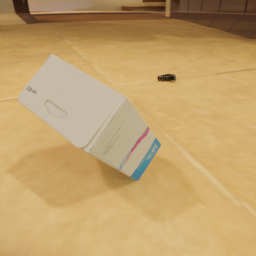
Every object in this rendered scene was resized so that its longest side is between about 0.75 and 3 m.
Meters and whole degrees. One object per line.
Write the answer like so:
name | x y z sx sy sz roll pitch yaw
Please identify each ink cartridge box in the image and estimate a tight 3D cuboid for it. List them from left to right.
ink cartridge box | -0.574 -0.067 5.475 1.829 1.071 2.531 32 -5 26

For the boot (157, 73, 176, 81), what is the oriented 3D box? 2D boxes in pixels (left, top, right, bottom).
boot | 1.703 -2.194 12.310 0.635 0.304 0.841 -12 21 -12
